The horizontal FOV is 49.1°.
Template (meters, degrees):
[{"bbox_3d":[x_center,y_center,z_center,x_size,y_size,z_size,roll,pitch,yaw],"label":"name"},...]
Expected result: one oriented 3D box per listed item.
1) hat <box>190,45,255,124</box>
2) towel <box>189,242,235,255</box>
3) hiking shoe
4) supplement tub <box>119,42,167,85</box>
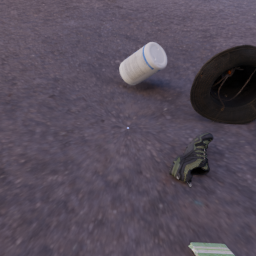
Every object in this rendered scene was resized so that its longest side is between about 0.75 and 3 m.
[{"bbox_3d":[2.844,-1.274,7.594,2.567,2.567,1.035,-3,40,-3],"label":"hat"},{"bbox_3d":[1.534,2.260,4.772,0.746,0.114,0.978,6,6,-8],"label":"towel"},{"bbox_3d":[1.683,0.757,6.732,0.771,0.580,1.533,38,66,22],"label":"hiking shoe"},{"bbox_3d":[0.467,-1.983,8.742,1.348,0.889,0.889,-22,22,45],"label":"supplement tub"}]
